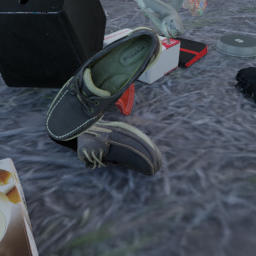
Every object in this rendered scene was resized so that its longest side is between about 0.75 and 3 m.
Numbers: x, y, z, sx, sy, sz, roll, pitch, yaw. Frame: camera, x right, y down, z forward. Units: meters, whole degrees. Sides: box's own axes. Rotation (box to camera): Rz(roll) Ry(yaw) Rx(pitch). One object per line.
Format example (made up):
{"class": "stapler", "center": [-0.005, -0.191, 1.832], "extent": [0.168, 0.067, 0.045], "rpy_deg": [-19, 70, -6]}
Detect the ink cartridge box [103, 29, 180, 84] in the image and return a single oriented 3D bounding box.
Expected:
{"class": "ink cartridge box", "center": [0.318, -2.589, 9.751], "extent": [2.400, 1.005, 1.732], "rpy_deg": [26, 44, 31]}

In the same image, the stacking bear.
{"class": "stacking bear", "center": [-0.820, -1.032, 7.685], "extent": [1.779, 1.080, 1.011], "rpy_deg": [7, 71, 30]}

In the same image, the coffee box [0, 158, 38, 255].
{"class": "coffee box", "center": [-2.047, 1.735, 3.824], "extent": [1.477, 1.030, 2.583], "rpy_deg": [-17, 39, -21]}

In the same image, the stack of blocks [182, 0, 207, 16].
{"class": "stack of blocks", "center": [2.122, -4.286, 9.249], "extent": [0.362, 1.235, 0.711], "rpy_deg": [25, 80, 42]}

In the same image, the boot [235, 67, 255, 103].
{"class": "boot", "center": [4.225, -1.284, 8.283], "extent": [1.837, 0.680, 1.505], "rpy_deg": [-8, 38, -3]}

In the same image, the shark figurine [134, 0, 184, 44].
{"class": "shark figurine", "center": [0.644, -2.646, 5.784], "extent": [2.181, 0.910, 1.303], "rpy_deg": [54, 14, 16]}

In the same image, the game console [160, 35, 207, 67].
{"class": "game console", "center": [1.777, -3.054, 11.037], "extent": [2.272, 0.353, 2.010], "rpy_deg": [24, 47, 30]}

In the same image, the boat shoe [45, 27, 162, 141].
{"class": "boat shoe", "center": [-0.459, -0.635, 4.086], "extent": [0.808, 2.261, 0.743], "rpy_deg": [50, 11, 0]}

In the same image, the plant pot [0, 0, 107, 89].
{"class": "plant pot", "center": [-2.392, -3.109, 8.104], "extent": [2.995, 2.657, 2.988], "rpy_deg": [2, 67, 5]}

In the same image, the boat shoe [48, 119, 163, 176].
{"class": "boat shoe", "center": [-0.585, 0.422, 5.826], "extent": [2.775, 1.034, 1.017], "rpy_deg": [20, 52, 35]}

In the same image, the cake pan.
{"class": "cake pan", "center": [4.525, -3.414, 11.457], "extent": [1.868, 0.343, 1.868], "rpy_deg": [0, 37, 0]}
